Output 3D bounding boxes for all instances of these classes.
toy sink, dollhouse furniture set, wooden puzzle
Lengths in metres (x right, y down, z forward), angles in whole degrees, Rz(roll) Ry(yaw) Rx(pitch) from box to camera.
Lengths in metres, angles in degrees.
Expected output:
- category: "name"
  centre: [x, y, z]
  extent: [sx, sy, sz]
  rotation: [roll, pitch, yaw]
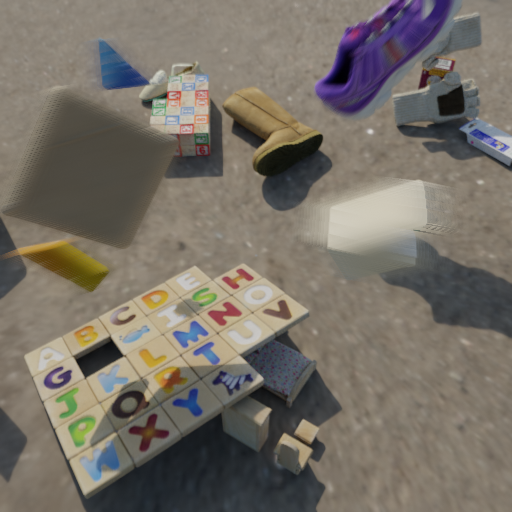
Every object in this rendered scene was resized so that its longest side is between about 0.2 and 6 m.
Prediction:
- category: "toy sink"
  centre: [1.111, -0.203, 4.861]
  extent: [0.855, 0.479, 0.557]
  rotation: [-17, 41, 26]
- category: "dollhouse furniture set"
  centre: [0.420, 1.751, 8.337]
  extent: [1.818, 1.041, 2.132]
  rotation: [26, 56, 19]
- category: "wooden puzzle"
  centre: [-2.086, -1.026, 7.147]
  extent: [2.936, 1.981, 0.343]
  rotation: [-56, 44, 8]

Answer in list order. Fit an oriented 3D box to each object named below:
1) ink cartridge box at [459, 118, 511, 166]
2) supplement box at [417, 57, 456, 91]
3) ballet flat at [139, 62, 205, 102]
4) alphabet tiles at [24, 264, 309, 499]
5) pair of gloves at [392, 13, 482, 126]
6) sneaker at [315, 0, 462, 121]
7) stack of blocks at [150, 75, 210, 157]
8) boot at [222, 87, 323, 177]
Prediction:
- category: "ink cartridge box"
  centre: [5.210, -2.530, 12.336]
  extent: [0.668, 0.261, 1.410]
  rotation: [-32, 58, -24]
- category: "supplement box"
  centre: [4.161, -4.050, 13.063]
  extent: [0.681, 1.041, 0.537]
  rotation: [15, 54, 15]
- category: "ballet flat"
  centre: [-2.072, -4.274, 13.549]
  extent: [1.752, 0.608, 0.608]
  rotation: [-26, 55, -21]
- category: "alphabet tiles"
  centre: [-1.281, 1.380, 8.482]
  extent: [3.891, 0.147, 3.252]
  rotation: [-29, 35, -21]
- category: "pair of gloves"
  centre: [4.017, -4.114, 12.408]
  extent: [1.990, 2.340, 0.410]
  rotation: [-4, 17, -1]
- category: "sneaker"
  centre: [2.163, -3.665, 9.423]
  extent: [1.292, 3.098, 1.249]
  rotation: [15, 37, -34]
- category: "stack of blocks"
  centre: [-1.673, -3.191, 12.632]
  extent: [1.249, 0.635, 2.169]
  rotation: [-2, 51, -2]
- category: "boot"
  centre: [0.047, -2.758, 12.262]
  extent: [1.991, 0.752, 2.274]
  rotation: [-26, 56, -36]
